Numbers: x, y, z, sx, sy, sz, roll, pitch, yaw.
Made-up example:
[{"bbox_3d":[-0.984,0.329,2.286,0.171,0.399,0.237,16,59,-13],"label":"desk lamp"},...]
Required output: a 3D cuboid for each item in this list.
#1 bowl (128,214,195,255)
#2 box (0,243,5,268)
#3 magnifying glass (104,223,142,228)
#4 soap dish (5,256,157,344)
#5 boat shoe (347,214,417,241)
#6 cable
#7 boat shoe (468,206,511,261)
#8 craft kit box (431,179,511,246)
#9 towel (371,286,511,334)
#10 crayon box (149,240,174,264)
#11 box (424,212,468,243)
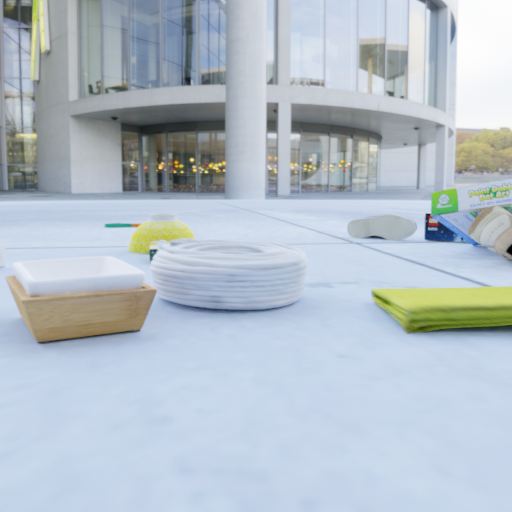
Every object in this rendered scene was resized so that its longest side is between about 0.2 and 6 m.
[{"bbox_3d":[-1.787,-0.443,10.734,1.320,0.710,1.320,0,8,0],"label":"bowl"},{"bbox_3d":[-5.138,0.048,8.084,2.310,0.420,1.667,1,7,17],"label":"box"},{"bbox_3d":[-3.865,-0.907,16.797,1.361,0.152,0.542,-2,7,0],"label":"magnifying glass"},{"bbox_3d":[-1.607,0.353,5.012,1.060,0.547,1.347,-4,8,-29],"label":"soap dish"},{"bbox_3d":[2.984,-0.678,13.087,1.718,0.617,0.511,-1,8,40],"label":"boat shoe"},{"bbox_3d":[-0.300,0.189,6.178,1.721,0.596,1.722,1,8,-3],"label":"cable"},{"bbox_3d":[4.297,-0.205,9.042,2.338,0.833,0.754,4,35,-40],"label":"boat shoe"},{"bbox_3d":[4.702,-0.784,10.127,2.305,0.566,2.334,-4,-15,38],"label":"craft kit box"},{"bbox_3d":[2.859,0.478,5.349,3.267,0.295,1.406,-1,2,0],"label":"towel"},{"bbox_3d":[-1.468,-0.080,9.449,0.640,0.263,1.018,-4,10,-9],"label":"crayon box"},{"bbox_3d":[5.842,-0.624,12.355,3.463,0.653,2.365,6,9,41],"label":"box"}]
